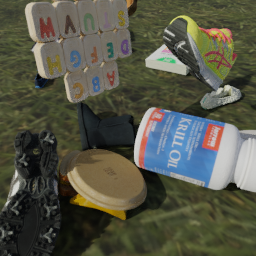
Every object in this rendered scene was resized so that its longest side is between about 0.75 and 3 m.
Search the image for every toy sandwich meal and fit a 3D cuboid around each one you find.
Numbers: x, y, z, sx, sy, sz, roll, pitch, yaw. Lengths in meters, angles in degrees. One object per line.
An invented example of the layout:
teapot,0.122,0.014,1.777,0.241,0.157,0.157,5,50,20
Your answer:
toy sandwich meal,-0.574,1.214,6.225,2.055,0.704,2.055,20,26,-10

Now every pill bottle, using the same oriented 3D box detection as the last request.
pill bottle,1.636,0.518,6.431,2.716,1.524,1.524,13,40,17

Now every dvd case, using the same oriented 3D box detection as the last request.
dvd case,-2.785,-3.710,11.934,2.746,0.219,2.042,30,84,31

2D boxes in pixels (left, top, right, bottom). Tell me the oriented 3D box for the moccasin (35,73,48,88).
moccasin,-3.193,-1.907,10.426,0.452,0.383,1.123,-3,39,-4

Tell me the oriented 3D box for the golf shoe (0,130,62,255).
golf shoe,-1.904,1.529,5.680,1.133,1.377,2.915,9,62,-13

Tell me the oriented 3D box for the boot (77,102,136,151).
boot,-0.614,-0.126,7.907,1.526,0.693,1.816,-10,46,-7

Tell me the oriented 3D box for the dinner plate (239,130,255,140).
dinner plate,3.307,0.259,7.244,1.726,0.209,1.726,-3,10,0

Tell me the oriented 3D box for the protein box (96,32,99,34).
protein box,-1.875,-4.648,13.309,1.597,1.077,1.585,-3,39,-4

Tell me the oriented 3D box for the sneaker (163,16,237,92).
sneaker,1.686,-1.795,6.092,1.023,1.182,2.617,48,14,30

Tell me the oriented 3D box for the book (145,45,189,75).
book,2.139,-3.112,11.868,1.767,0.636,2.645,17,43,26

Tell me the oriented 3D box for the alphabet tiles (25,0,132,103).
alphabet tiles,-0.857,-2.043,6.113,0.205,2.741,2.803,12,28,36

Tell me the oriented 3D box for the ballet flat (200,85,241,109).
ballet flat,3.163,-1.095,9.267,1.747,0.627,0.627,-22,43,-26

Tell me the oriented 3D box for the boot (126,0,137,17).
boot,0.032,-4.300,9.485,0.358,0.933,0.725,4,38,-42
